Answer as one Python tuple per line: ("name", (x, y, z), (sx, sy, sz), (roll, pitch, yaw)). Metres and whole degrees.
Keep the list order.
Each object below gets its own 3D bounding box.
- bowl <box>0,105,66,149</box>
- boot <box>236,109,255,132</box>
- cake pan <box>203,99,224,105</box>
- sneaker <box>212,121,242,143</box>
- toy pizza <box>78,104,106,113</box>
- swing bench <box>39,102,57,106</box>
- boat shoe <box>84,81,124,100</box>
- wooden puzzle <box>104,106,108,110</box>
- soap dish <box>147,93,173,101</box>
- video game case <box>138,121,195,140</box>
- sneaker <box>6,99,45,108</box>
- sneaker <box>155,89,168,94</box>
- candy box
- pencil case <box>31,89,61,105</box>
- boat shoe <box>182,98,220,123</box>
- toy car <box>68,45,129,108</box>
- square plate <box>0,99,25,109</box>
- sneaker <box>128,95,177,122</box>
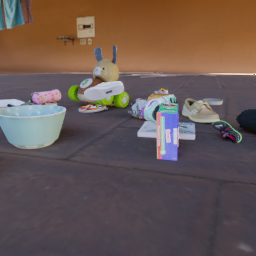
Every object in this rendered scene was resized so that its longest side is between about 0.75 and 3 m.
("bowl", (-2.680, -0.036, 7.915), (1.887, 0.987, 1.887), (0, 15, 0))
("boot", (4.190, -0.079, 8.166), (2.599, 0.962, 2.130), (-1, 14, -35))
("cake pan", (4.576, -1.417, 15.098), (1.090, 0.200, 1.090), (0, 14, 0))
("sneaker", (2.868, 0.108, 8.186), (0.930, 0.357, 0.390), (37, 45, 24))
("toy pizza", (-1.665, -0.958, 12.996), (1.321, 0.209, 1.321), (-5, 16, 1))
("swing bench", (-3.636, -1.004, 12.675), (0.750, 0.489, 0.754), (1, 22, -19))
("boat shoe", (-0.890, -1.437, 10.335), (1.471, 0.521, 0.513), (-14, 38, 2))
("wooden puzzle", (-1.305, -0.949, 13.447), (0.642, 0.111, 0.951), (-7, 15, -11))
("soap dish", (1.610, -1.280, 13.558), (1.313, 0.678, 1.669), (3, 13, 13))
("video game case", (1.309, 0.047, 9.221), (1.743, 0.192, 1.589), (3, 14, 12))
("sneaker", (-4.202, -0.875, 11.657), (1.592, 0.660, 0.564), (2, 8, -26))
("sneaker", (2.150, -2.254, 17.770), (0.508, 0.536, 1.304), (-8, 15, -30))
("candy box", (1.031, 0.044, 7.190), (0.537, 1.178, 1.393), (1, 14, 9))
("pencil case", (-3.573, -1.380, 12.294), (0.579, 0.579, 1.324), (9, 16, 32))
("boat shoe", (2.805, -0.713, 11.088), (0.851, 0.764, 2.300), (-5, 15, -18))
("toy car", (-1.289, -2.599, 13.723), (2.391, 2.911, 2.296), (10, 4, 38))
("square plate", (-6.126, -1.016, 13.234), (2.272, 0.326, 2.294), (-12, 18, -38))
("sneaker", (0.906, -0.931, 11.645), (1.661, 0.923, 2.374), (10, 17, 33))
